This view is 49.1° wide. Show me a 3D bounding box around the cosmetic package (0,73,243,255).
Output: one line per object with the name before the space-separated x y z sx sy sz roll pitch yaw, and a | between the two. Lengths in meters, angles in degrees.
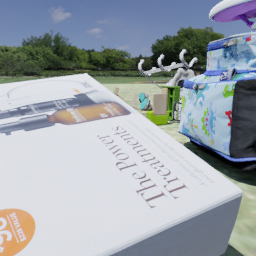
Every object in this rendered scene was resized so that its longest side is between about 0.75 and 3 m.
cosmetic package | -0.686 0.263 2.191 1.783 0.611 2.364 -15 33 -26

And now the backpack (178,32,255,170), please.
backpack | 2.186 -0.475 4.614 2.453 1.970 2.680 1 6 -13

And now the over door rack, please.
over door rack | 1.990 -2.080 11.547 2.050 0.924 2.774 -4 -31 38

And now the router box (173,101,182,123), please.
router box | 2.488 -0.503 8.374 1.480 0.613 1.975 9 14 40

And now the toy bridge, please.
toy bridge | 0.255 -1.105 11.314 1.883 0.633 0.256 18 11 -2

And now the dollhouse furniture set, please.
dollhouse furniture set | 0.263 -0.662 8.042 2.725 1.052 1.362 -5 11 -27

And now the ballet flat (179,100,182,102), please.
ballet flat | 1.861 -0.757 10.416 0.522 0.565 1.676 -42 29 -30

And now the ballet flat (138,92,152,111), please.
ballet flat | 0.735 -1.004 11.209 0.510 0.510 1.419 -1 30 -4

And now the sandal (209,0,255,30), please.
sandal | 2.888 -2.049 4.940 2.784 0.684 1.133 -6 -1 3

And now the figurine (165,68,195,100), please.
figurine | 2.835 -1.537 11.539 2.760 1.188 2.693 13 5 3
